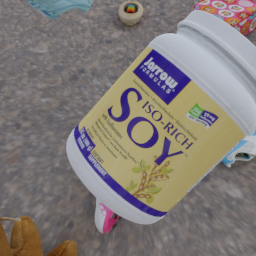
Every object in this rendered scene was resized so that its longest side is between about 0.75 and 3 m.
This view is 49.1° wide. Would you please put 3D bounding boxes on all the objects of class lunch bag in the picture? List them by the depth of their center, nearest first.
[{"bbox_3d":[3.407,-4.083,10.030,2.381,0.976,2.097,-30,60,-25],"label":"lunch bag"}]

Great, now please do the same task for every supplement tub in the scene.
[{"bbox_3d":[0.423,-0.088,2.953,1.871,1.360,1.360,-48,59,10],"label":"supplement tub"}]

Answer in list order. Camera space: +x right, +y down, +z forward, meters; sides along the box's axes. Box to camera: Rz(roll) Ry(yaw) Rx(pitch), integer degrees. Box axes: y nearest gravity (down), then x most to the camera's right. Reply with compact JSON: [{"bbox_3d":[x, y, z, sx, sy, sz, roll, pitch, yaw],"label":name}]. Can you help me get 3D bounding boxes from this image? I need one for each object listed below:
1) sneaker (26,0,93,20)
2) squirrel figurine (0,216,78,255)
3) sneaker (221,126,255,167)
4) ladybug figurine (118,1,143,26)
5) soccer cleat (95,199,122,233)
[{"bbox_3d":[-1.623,-2.494,5.270,2.343,0.960,0.866,-14,44,-33],"label":"sneaker"},{"bbox_3d":[-1.916,2.541,3.898,1.926,2.540,2.721,-1,52,0],"label":"squirrel figurine"},{"bbox_3d":[2.978,0.363,6.856,1.826,0.699,0.737,-21,64,-8],"label":"sneaker"},{"bbox_3d":[0.107,-4.322,10.569,0.921,0.488,1.356,7,52,5],"label":"ladybug figurine"},{"bbox_3d":[-0.420,1.135,6.158,1.013,0.819,2.346,12,47,12],"label":"soccer cleat"}]
